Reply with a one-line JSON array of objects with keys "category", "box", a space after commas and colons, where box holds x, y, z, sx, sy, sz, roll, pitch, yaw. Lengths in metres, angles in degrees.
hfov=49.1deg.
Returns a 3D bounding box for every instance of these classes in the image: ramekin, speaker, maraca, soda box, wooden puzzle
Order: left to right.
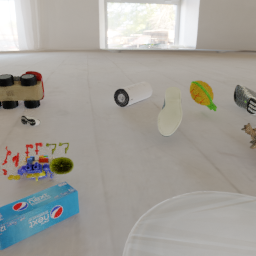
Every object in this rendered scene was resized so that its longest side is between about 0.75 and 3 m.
[{"category": "soda box", "box": [-1.624, 1.498, 4.974, 1.483, 0.503, 0.476, -17, 26, -38]}, {"category": "wooden puzzle", "box": [-2.293, 0.815, 7.028, 0.866, 0.200, 0.802, -8, 5, -16]}, {"category": "speaker", "box": [0.295, -1.612, 13.067, 0.858, 0.858, 2.114, 13, 23, 31]}, {"category": "maraca", "box": [2.954, -1.236, 10.915, 0.799, 1.494, 1.024, -40, 19, 1]}, {"category": "ramekin", "box": [1.179, 1.852, 3.003, 2.532, 1.179, 2.532, 0, 19, 0]}]

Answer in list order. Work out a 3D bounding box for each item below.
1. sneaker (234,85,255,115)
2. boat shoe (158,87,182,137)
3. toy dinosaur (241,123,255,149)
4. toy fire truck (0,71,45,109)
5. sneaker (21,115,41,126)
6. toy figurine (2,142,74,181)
[{"category": "sneaker", "box": [5.560, -1.165, 12.067, 1.345, 0.874, 2.330, 3, 30, -5]}, {"category": "boat shoe", "box": [1.362, -0.439, 8.932, 0.721, 0.611, 1.979, 7, 53, 10]}, {"category": "toy dinosaur", "box": [4.040, 0.390, 7.206, 1.914, 1.212, 2.824, 37, 28, -24]}, {"category": "toy fire truck", "box": [-5.151, -1.901, 13.080, 2.568, 1.877, 2.917, -2, 30, -5]}, {"category": "sneaker", "box": [-3.539, -0.248, 10.203, 0.886, 0.327, 0.354, 17, 12, 29]}, {"category": "toy figurine", "box": [-2.013, 0.843, 6.464, 1.494, 0.788, 0.895, -6, -21, -11]}]
